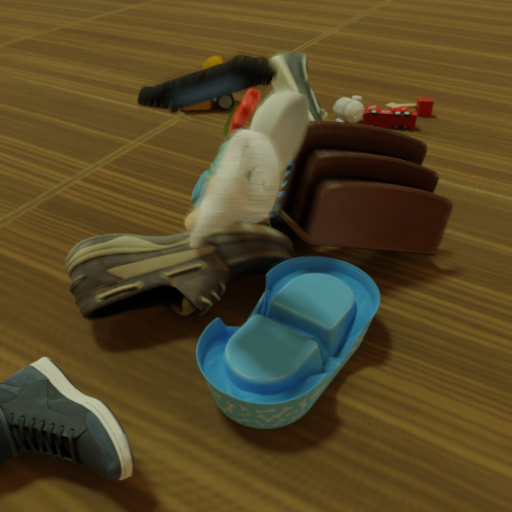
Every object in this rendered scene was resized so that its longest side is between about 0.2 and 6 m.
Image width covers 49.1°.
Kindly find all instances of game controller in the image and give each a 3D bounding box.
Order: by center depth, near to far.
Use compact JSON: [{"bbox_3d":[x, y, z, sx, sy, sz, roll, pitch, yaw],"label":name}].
[{"bbox_3d":[-0.745,-2.500,8.247,2.056,0.433,1.073,-8,13,30],"label":"game controller"}]

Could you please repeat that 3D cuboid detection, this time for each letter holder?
[{"bbox_3d":[1.647,-0.984,7.985,2.173,1.545,1.093,4,24,-23],"label":"letter holder"}]

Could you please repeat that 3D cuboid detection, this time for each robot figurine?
[{"bbox_3d":[2.064,-3.241,12.483,0.492,0.739,0.871,26,9,-33],"label":"robot figurine"}]

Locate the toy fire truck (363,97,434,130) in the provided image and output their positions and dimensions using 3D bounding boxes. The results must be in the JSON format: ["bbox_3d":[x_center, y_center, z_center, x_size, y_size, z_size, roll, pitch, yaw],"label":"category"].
[{"bbox_3d":[3.203,-3.239,12.642,1.571,0.383,1.108,5,37,8],"label":"toy fire truck"}]

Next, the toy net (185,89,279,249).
[{"bbox_3d":[-0.154,-1.044,6.924,0.763,2.071,3.949,26,6,-11],"label":"toy net"}]

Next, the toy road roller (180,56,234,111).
[{"bbox_3d":[-1.191,-4.065,13.158,1.473,1.075,0.905,-6,37,-8],"label":"toy road roller"}]

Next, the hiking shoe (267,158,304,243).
[{"bbox_3d":[0.712,-1.178,9.335,0.913,1.064,2.454,7,38,9],"label":"hiking shoe"}]

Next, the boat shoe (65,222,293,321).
[{"bbox_3d":[-0.938,0.322,7.524,3.044,1.134,1.116,-7,67,-12],"label":"boat shoe"}]

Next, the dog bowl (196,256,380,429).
[{"bbox_3d":[0.441,0.993,6.801,1.492,0.664,2.677,23,43,28],"label":"dog bowl"}]

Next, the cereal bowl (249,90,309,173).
[{"bbox_3d":[0.234,-1.643,7.285,0.458,1.100,1.100,26,43,19],"label":"cereal bowl"}]

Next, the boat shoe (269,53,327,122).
[{"bbox_3d":[1.030,-2.754,10.592,0.729,2.358,0.859,-26,0,-19],"label":"boat shoe"}]

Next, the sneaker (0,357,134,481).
[{"bbox_3d":[-2.242,1.848,5.464,2.000,0.761,1.445,20,30,39],"label":"sneaker"}]
